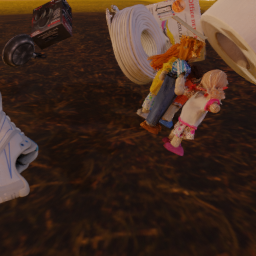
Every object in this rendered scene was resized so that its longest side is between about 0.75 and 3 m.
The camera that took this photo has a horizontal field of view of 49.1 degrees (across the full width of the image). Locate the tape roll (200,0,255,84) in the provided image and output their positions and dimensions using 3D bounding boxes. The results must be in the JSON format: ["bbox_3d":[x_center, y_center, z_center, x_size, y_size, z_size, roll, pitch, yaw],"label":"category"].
[{"bbox_3d":[2.904,-2.208,7.015,0.839,2.398,2.398,-43,29,10],"label":"tape roll"}]

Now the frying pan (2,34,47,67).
[{"bbox_3d":[-3.059,-2.109,8.383,0.288,1.768,1.069,40,85,14],"label":"frying pan"}]

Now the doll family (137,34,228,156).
[{"bbox_3d":[0.819,-0.806,5.214,1.258,1.732,2.791,27,14,-5],"label":"doll family"}]

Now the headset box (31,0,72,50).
[{"bbox_3d":[-2.475,-3.383,9.121,1.199,0.622,1.611,-18,56,16],"label":"headset box"}]

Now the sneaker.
[{"bbox_3d":[-1.945,0.222,4.454,0.963,0.833,2.223,-6,54,-17],"label":"sneaker"}]

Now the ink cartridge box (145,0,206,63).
[{"bbox_3d":[1.317,-3.026,9.152,2.210,1.627,1.599,-8,-6,15],"label":"ink cartridge box"}]

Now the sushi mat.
[{"bbox_3d":[1.379,-2.246,6.279,0.907,0.055,0.434,38,33,4],"label":"sushi mat"}]

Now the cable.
[{"bbox_3d":[0.362,-2.182,7.377,0.696,2.010,2.010,-10,0,36],"label":"cable"}]
